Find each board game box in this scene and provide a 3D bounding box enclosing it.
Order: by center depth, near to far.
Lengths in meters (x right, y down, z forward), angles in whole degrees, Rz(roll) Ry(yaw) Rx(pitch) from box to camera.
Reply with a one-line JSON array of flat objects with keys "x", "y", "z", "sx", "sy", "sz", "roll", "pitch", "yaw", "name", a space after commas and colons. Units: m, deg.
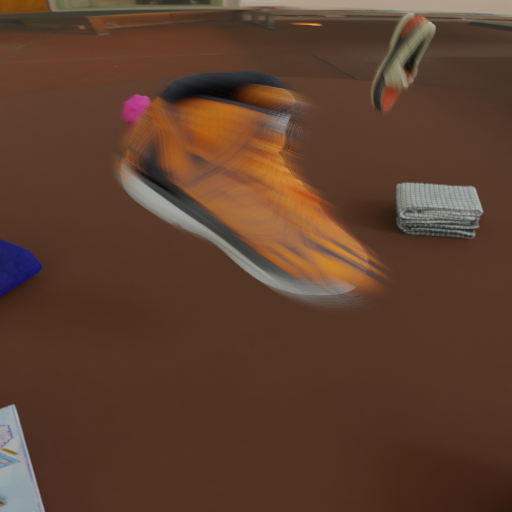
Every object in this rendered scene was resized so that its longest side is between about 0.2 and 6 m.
[{"x": -3.282, "y": 2.688, "z": 5.538, "sx": 2.171, "sy": 0.447, "sz": 2.166, "roll": -16, "pitch": 34, "yaw": -25, "name": "board game box"}]

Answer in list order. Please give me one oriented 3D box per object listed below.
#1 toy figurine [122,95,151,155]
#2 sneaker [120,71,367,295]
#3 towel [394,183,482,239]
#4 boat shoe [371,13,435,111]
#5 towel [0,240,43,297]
[{"x": -1.410, "y": -1.721, "z": 7.220, "sx": 0.650, "sy": 0.797, "sz": 0.866, "roll": 2, "pitch": 46, "yaw": 8, "name": "toy figurine"}, {"x": 0.203, "y": -0.794, "z": 6.138, "sx": 3.169, "sy": 1.775, "sz": 1.229, "roll": 26, "pitch": 37, "yaw": -16, "name": "sneaker"}, {"x": 3.721, "y": -0.953, "z": 11.561, "sx": 1.650, "sy": 0.706, "sz": 1.366, "roll": 4, "pitch": 29, "yaw": 10, "name": "towel"}, {"x": 2.818, "y": -3.646, "z": 10.838, "sx": 0.682, "sy": 1.917, "sz": 0.600, "roll": -17, "pitch": 48, "yaw": -39, "name": "boat shoe"}, {"x": -5.102, "y": 0.506, "z": 9.209, "sx": 1.892, "sy": 0.635, "sz": 2.563, "roll": 20, "pitch": 35, "yaw": 19, "name": "towel"}]
